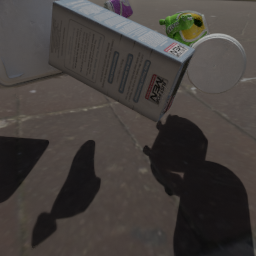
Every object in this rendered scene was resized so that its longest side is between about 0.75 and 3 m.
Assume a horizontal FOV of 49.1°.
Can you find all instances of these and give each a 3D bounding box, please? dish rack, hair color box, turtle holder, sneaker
[{"bbox_3d":[-1.790,-1.930,5.138,2.027,2.362,0.514,-20,32,-24],"label":"dish rack"},{"bbox_3d":[-0.195,-1.155,4.589,2.236,1.107,0.678,30,41,14],"label":"hair color box"},{"bbox_3d":[1.993,-3.444,9.835,1.502,2.115,1.607,-16,58,21],"label":"turtle holder"},{"bbox_3d":[-0.251,-3.434,9.202,0.963,1.689,0.612,-26,64,-19],"label":"sneaker"}]

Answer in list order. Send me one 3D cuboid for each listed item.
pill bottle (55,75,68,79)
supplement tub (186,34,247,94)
[{"bbox_3d":[-3.221,-2.320,8.863,2.625,1.454,1.454,2,30,5],"label":"pill bottle"},{"bbox_3d":[2.282,-1.686,7.335,1.455,1.455,2.073,9,18,15],"label":"supplement tub"}]
